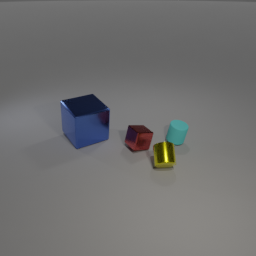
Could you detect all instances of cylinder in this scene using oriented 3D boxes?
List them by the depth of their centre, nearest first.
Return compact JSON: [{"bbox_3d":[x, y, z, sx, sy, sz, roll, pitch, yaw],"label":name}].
[{"bbox_3d":[1.194,0.887,9.157,0.700,0.700,0.700,-2,68,-3],"label":"cylinder"},{"bbox_3d":[1.861,0.161,10.591,0.700,0.700,0.700,8,34,-5],"label":"cylinder"}]

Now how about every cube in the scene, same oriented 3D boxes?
[{"bbox_3d":[0.395,0.343,10.247,0.700,0.700,0.700,-1,25,-34],"label":"cube"},{"bbox_3d":[-1.642,-0.294,10.728,1.400,1.400,1.400,-17,39,-29],"label":"cube"}]
